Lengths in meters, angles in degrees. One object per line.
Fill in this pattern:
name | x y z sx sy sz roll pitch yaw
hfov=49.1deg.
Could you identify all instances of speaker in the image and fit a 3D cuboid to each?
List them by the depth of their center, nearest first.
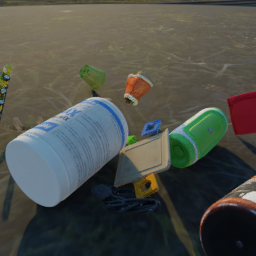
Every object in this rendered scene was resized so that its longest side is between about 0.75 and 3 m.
speaker | 1.734 0.186 7.006 0.924 0.924 2.088 22 36 34

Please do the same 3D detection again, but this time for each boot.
boot | 0.160 -1.211 9.122 0.728 1.040 1.940 35 -3 -10

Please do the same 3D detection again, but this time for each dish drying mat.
dish drying mat | 4.046 -0.540 7.006 2.919 1.121 0.266 -11 10 35

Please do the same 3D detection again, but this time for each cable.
cable | 0.041 1.295 4.945 1.097 0.341 1.344 21 -11 -38

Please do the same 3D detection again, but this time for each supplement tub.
supplement tub | 2.143 1.370 4.338 1.192 1.192 2.228 25 25 38
supplement tub | -1.171 0.391 5.984 1.517 1.517 2.299 17 33 28

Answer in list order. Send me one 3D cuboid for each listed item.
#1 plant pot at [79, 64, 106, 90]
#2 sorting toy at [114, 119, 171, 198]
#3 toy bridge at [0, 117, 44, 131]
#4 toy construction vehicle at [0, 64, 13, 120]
plant pot | -1.412 -2.015 10.787 0.863 0.863 0.794 29 0 41
sorting toy | 0.357 0.726 6.182 1.396 0.338 2.480 -26 27 21
toy bridge | -3.096 -0.087 7.883 1.454 0.489 0.198 -2 58 1
toy construction vehicle | -3.715 -0.905 7.765 0.607 1.501 1.724 13 49 -24
